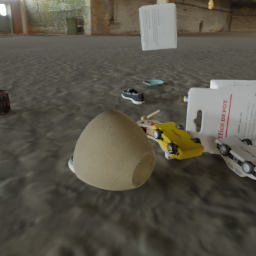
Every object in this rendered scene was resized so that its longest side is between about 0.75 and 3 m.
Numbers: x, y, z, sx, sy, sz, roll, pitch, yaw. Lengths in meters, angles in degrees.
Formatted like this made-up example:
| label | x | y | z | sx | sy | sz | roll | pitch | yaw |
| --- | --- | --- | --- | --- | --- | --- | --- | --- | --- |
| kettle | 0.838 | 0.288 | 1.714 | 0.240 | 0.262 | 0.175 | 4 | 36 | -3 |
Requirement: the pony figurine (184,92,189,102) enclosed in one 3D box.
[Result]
| label | x | y | z | sx | sy | sz | roll | pitch | yaw |
| --- | --- | --- | --- | --- | --- | --- | --- | --- | --- |
| pony figurine | 2.549 | -1.136 | 10.672 | 0.829 | 0.715 | 0.859 | -32 | 25 | 7 |

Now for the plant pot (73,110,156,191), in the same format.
| label | x | y | z | sx | sy | sz | roll | pitch | yaw |
| --- | --- | --- | --- | --- | --- | --- | --- | --- | --- |
| plant pot | -0.095 | 0.558 | 5.258 | 1.038 | 1.546 | 1.546 | 26 | 33 | 32 |

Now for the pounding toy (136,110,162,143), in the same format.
| label | x | y | z | sx | sy | sz | roll | pitch | yaw |
| --- | --- | --- | --- | --- | --- | --- | --- | --- | --- |
| pounding toy | 0.633 | -0.109 | 7.822 | 0.722 | 0.725 | 1.263 | -9 | 23 | -31 |

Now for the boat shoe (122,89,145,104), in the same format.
| label | x | y | z | sx | sy | sz | roll | pitch | yaw |
| --- | --- | --- | --- | --- | --- | --- | --- | --- | --- |
| boat shoe | 0.193 | -1.363 | 11.314 | 0.556 | 0.454 | 1.506 | -9 | 24 | -22 |

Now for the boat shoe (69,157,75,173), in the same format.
| label | x | y | z | sx | sy | sz | roll | pitch | yaw |
| --- | --- | --- | --- | --- | --- | --- | --- | --- | --- |
| boat shoe | -0.689 | 0.613 | 5.853 | 1.577 | 0.731 | 0.589 | 8 | 31 | 34 |

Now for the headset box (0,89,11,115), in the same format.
| label | x | y | z | sx | sy | sz | roll | pitch | yaw |
| --- | --- | --- | --- | --- | --- | --- | --- | --- | --- |
| headset box | -4.462 | -0.931 | 9.732 | 0.312 | 0.832 | 0.619 | 8 | 22 | 20 |

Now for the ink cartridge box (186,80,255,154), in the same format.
| label | x | y | z | sx | sy | sz | roll | pitch | yaw |
| --- | --- | --- | --- | --- | --- | --- | --- | --- | --- |
| ink cartridge box | 2.918 | -0.281 | 6.926 | 2.955 | 1.711 | 0.986 | 3 | 22 | 7 |

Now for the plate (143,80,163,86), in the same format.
| label | x | y | z | sx | sy | sz | roll | pitch | yaw |
| --- | --- | --- | --- | --- | --- | --- | --- | --- | --- |
| plate | 1.253 | -2.248 | 13.967 | 1.015 | 0.130 | 1.015 | -1 | 22 | 0 |

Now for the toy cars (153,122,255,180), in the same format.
| label | x | y | z | sx | sy | sz | roll | pitch | yaw |
| --- | --- | --- | --- | --- | --- | --- | --- | --- | --- |
| toy cars | 1.823 | 0.577 | 6.319 | 2.926 | 0.648 | 1.312 | 14 | 30 | 23 |

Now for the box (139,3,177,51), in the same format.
| label | x | y | z | sx | sy | sz | roll | pitch | yaw |
| --- | --- | --- | --- | --- | --- | --- | --- | --- | --- |
| box | 1.174 | -3.821 | 10.528 | 1.302 | 1.520 | 1.512 | -3 | 25 | 10 |
